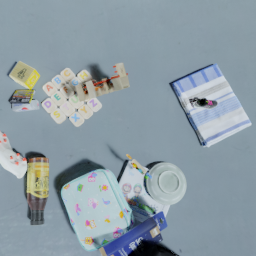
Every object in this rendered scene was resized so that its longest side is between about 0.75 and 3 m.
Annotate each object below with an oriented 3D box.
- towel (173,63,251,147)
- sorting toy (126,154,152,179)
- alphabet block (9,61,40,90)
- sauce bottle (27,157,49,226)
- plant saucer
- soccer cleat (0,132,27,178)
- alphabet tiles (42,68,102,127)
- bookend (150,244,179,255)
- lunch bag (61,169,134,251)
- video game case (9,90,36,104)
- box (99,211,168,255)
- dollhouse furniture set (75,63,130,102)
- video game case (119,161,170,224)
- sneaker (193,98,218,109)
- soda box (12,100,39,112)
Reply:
[{"bbox_3d":[3.322,-0.944,11.141,2.174,0.352,2.960,-24,79,-6],"label":"towel"},{"bbox_3d":[0.327,1.363,9.571,1.179,0.664,0.161,44,73,7],"label":"sorting toy"},{"bbox_3d":[-4.108,-2.088,11.183,0.760,0.742,0.746,28,82,5],"label":"alphabet block"},{"bbox_3d":[-3.285,2.292,10.269,0.795,0.795,2.408,-4,81,-1],"label":"sauce bottle"},{"bbox_3d":[1.472,2.018,10.326,1.573,0.395,1.573,4,71,-12],"label":"plant saucer"},{"bbox_3d":[-4.661,0.969,10.548,2.316,0.898,0.803,40,38,20],"label":"soccer cleat"},{"bbox_3d":[-2.258,-1.273,11.299,2.314,0.169,2.263,-40,81,-7],"label":"alphabet tiles"},{"bbox_3d":[0.963,5.202,8.840,1.081,2.346,2.331,26,79,5],"label":"bookend"},{"bbox_3d":[-0.997,2.832,9.876,2.057,0.989,2.565,-27,78,4],"label":"lunch bag"},{"bbox_3d":[-4.178,-1.245,11.116,0.829,0.106,0.749,1,49,6],"label":"video game case"},{"bbox_3d":[0.338,3.791,9.394,2.387,1.446,0.387,-30,48,-10],"label":"box"},{"bbox_3d":[-0.838,-1.703,10.252,1.713,1.731,0.892,-11,101,34],"label":"dollhouse furniture set"},{"bbox_3d":[0.601,2.483,10.470,2.064,0.244,1.878,23,79,5],"label":"video game case"},{"bbox_3d":[3.054,-0.963,10.882,0.986,0.431,0.364,0,70,-5],"label":"sneaker"},{"bbox_3d":[-4.062,-0.878,11.139,0.992,0.315,0.339,-6,78,-1],"label":"soda box"}]
